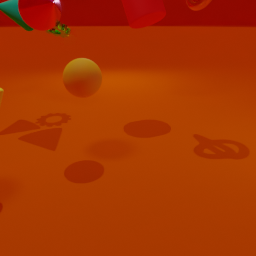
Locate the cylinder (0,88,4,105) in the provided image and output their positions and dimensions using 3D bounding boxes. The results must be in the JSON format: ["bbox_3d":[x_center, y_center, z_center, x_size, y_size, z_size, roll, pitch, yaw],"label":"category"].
[{"bbox_3d":[-2.592,-0.409,4.829,0.704,0.704,0.704,16,8,-2],"label":"cylinder"}]

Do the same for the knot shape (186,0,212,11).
[{"bbox_3d":[2.013,-3.790,7.393,0.703,1.521,1.424,-56,12,-31],"label":"knot shape"}]

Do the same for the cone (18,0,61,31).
[{"bbox_3d":[-2.194,-3.297,7.536,1.230,1.230,1.234,-13,20,-29],"label":"cone"}]

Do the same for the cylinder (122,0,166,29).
[{"bbox_3d":[0.434,-3.787,8.433,1.158,1.158,1.158,-18,2,1],"label":"cylinder"}]

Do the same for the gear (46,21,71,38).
[{"bbox_3d":[-2.422,-3.251,9.045,1.115,0.206,1.115,16,-1,0],"label":"gear"}]

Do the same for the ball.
[{"bbox_3d":[-0.979,-1.074,6.038,0.840,0.840,0.840,0,22,0],"label":"ball"}]

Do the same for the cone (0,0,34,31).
[{"bbox_3d":[-3.402,-3.510,8.290,1.099,1.099,1.104,16,18,35],"label":"cone"}]
